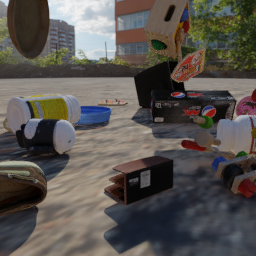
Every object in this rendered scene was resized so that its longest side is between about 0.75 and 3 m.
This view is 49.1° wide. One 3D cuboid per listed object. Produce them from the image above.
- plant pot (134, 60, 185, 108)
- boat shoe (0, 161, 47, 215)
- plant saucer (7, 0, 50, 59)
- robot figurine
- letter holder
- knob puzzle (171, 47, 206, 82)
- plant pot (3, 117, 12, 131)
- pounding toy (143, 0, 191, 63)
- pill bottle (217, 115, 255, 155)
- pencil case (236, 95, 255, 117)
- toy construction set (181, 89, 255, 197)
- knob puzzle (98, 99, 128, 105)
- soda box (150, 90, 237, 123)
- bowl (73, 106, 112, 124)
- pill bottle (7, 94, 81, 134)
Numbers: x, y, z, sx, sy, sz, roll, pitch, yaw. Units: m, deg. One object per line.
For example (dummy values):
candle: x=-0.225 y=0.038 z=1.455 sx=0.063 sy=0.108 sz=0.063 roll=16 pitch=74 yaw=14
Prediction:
plant pot: x=1.603 y=-2.047 z=14.159 sx=2.018 sy=2.275 sz=2.270 roll=-9 pitch=8 yaw=27
boat shoe: x=-2.213 y=0.891 z=3.761 sx=2.264 sy=0.836 sz=0.837 roll=-7 pitch=20 yaw=-30
plant saucer: x=-2.903 y=-3.191 z=8.240 sx=0.335 sy=2.273 sz=2.273 roll=10 pitch=14 yaw=5
robot figurine: x=-1.948 y=0.212 z=6.731 sx=1.363 sy=1.024 sz=0.851 roll=1 pitch=-19 yaw=6
letter holder: x=0.161 y=0.805 z=4.793 sx=1.032 sy=0.519 sz=0.734 roll=-10 pitch=14 yaw=-37
knob puzzle: x=2.160 y=-2.085 z=9.949 sx=1.549 sy=1.549 sz=0.215 roll=-10 pitch=53 yaw=-37
plant pot: x=-3.640 y=-0.250 z=9.160 sx=0.789 sy=0.789 sz=0.842 roll=5 pitch=27 yaw=21
pounding toy: x=1.765 y=-3.740 z=11.212 sx=1.626 sy=2.287 sz=2.105 roll=20 pitch=-7 yaw=18
pill bottle: x=2.999 y=0.200 z=6.407 sx=1.754 sy=0.984 sz=0.984 roll=2 pitch=13 yaw=8
pencil case: x=4.999 y=-0.774 z=10.500 sx=2.490 sy=1.077 sz=1.031 roll=-11 pitch=42 yaw=-45
toy construction set: x=2.397 y=0.341 z=5.208 sx=1.714 sy=1.860 sz=2.231 roll=13 pitch=-7 yaw=-41
knob puzzle: x=-0.792 y=-1.496 z=15.603 sx=1.780 sy=0.247 sz=1.780 roll=0 pitch=12 yaw=0
soda box: x=2.365 y=-0.816 z=10.495 sx=2.982 sy=0.944 sz=1.055 roll=0 pitch=29 yaw=-1
bowl: x=-1.680 y=-0.532 z=10.960 sx=2.071 sy=0.406 sz=2.071 roll=0 pitch=13 yaw=0
pill bottle: x=-2.613 y=-0.477 z=8.939 sx=1.191 sy=1.191 sz=2.085 roll=11 pitch=16 yaw=40
